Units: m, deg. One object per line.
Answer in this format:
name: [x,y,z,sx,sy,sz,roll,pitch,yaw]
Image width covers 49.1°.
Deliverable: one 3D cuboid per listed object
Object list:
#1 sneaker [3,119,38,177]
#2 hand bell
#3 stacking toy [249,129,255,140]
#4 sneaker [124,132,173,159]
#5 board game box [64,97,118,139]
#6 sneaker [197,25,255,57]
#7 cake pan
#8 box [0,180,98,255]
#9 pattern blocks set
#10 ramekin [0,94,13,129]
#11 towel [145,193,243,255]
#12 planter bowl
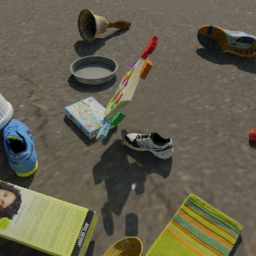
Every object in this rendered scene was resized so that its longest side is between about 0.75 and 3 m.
sneaker: [-2.905,0.271,7.378,0.725,0.862,2.199,-19,43,-18]
hand bell: [-0.861,-4.916,13.326,2.709,1.410,1.410,-20,44,-39]
stacking toy: [3.902,0.064,7.950,1.071,0.457,0.457,-20,45,-16]
sneaker: [0.550,0.312,7.496,1.420,0.622,0.537,15,45,19]
board game box: [-1.133,-0.355,8.534,0.997,0.254,1.483,-27,48,-27]
sneaker: [4.324,-3.714,12.040,2.726,1.026,1.201,27,33,22]
cake pan: [-1.276,-2.189,10.586,1.795,0.329,1.795,0,41,0]
box: [-1.970,1.746,5.451,2.596,0.650,0.977,15,58,7]
pattern blocks set: [-0.071,-1.039,7.450,0.226,2.450,2.788,30,47,-14]
ramekin: [-4.385,-0.459,7.807,2.051,0.955,2.051,-10,36,8]
towel: [0.972,2.547,5.191,1.287,0.270,2.990,26,48,28]
planter bowl: [-0.049,2.457,5.085,0.909,0.378,0.909,-28,15,8]
